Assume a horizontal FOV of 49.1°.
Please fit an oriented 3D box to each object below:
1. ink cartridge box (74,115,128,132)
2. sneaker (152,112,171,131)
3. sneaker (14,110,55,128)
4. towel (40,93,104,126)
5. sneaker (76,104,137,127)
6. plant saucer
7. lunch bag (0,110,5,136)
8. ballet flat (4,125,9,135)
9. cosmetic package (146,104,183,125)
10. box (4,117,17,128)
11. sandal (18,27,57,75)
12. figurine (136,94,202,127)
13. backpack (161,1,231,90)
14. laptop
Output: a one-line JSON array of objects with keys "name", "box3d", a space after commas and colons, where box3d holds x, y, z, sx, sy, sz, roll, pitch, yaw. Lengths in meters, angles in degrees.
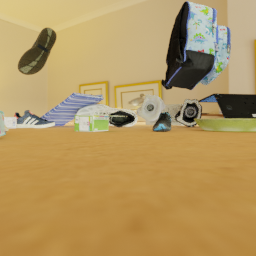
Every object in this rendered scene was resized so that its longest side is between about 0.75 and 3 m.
[{"name": "ink cartridge box", "box3d": [-0.735, -0.130, 7.731, 1.219, 0.462, 0.901, 2, 2, 23]}, {"name": "sneaker", "box3d": [0.971, -0.187, 7.956, 0.498, 0.557, 1.360, 1, 3, 11]}, {"name": "sneaker", "box3d": [-3.659, -0.352, 10.846, 1.660, 0.702, 0.622, 1, 2, 3]}, {"name": "towel", "box3d": [-2.676, -0.796, 12.359, 2.872, 0.343, 2.080, -29, -12, 28]}, {"name": "sneaker", "box3d": [-0.953, -0.540, 11.637, 2.694, 1.017, 1.550, 2, 0, 2]}, {"name": "plant saucer", "box3d": [3.179, -0.105, 8.264, 2.399, 0.373, 2.399, -1, 2, 0]}, {"name": "lunch bag", "box3d": [-2.624, -0.048, 4.485, 1.038, 0.499, 1.295, -3, 2, -8]}, {"name": "ballet flat", "box3d": [-3.467, -0.190, 6.282, 2.138, 0.666, 0.721, 2, 2, 34]}, {"name": "cosmetic package", "box3d": [2.053, -0.692, 14.975, 2.178, 1.146, 0.774, 3, 1, 35]}, {"name": "box", "box3d": [-5.458, -0.176, 9.535, 1.849, 0.465, 2.561, 1, 1, 31]}, {"name": "sandal", "box3d": [-3.569, -2.996, 11.036, 0.877, 2.146, 0.586, 31, -14, -29]}, {"name": "figurine", "box3d": [1.974, -0.912, 12.908, 2.742, 1.180, 2.675, 8, 10, 12]}, {"name": "backpack", "box3d": [2.577, -3.060, 10.570, 2.051, 2.791, 2.554, 8, -17, -7]}, {"name": "laptop", "box3d": [4.320, -0.581, 10.795, 2.370, 2.674, 1.381, -1, -41, -8]}]
